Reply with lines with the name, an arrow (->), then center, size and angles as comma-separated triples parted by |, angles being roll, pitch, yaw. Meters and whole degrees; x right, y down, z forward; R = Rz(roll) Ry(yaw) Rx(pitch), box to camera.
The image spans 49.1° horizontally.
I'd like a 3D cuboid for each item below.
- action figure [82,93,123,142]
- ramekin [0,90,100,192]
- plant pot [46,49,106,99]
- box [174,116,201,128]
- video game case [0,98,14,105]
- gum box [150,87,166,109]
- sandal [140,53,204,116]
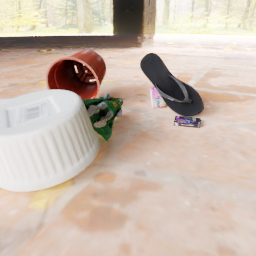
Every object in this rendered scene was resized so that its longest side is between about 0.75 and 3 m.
action figure -> -0.588, -0.566, 8.312 | 0.627, 1.355, 2.294 | -31, 7, 21
ramekin -> -1.878, 0.108, 5.927 | 2.377, 1.159, 2.377 | -8, 30, 5
plant pot -> -1.670, -1.876, 10.020 | 1.880, 1.880, 1.829 | 4, 31, 10
box -> 1.817, -0.194, 8.560 | 0.795, 0.144, 0.569 | 7, 24, 12
video game case -> -3.846, -0.601, 8.169 | 2.889, 0.318, 2.634 | -4, 3, -5
gum box -> 1.035, -1.098, 9.738 | 0.456, 0.804, 0.266 | -14, 42, -4
sandal -> 1.327, -1.321, 8.996 | 2.585, 0.983, 0.554 | 44, 15, 6
